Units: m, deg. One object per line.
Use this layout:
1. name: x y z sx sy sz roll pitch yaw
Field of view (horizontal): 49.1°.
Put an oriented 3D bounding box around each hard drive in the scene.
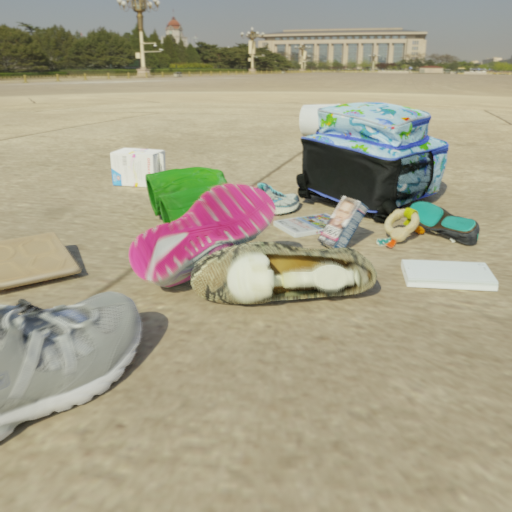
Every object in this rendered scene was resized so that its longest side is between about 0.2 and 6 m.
1. hard drive: 3.301 0.324 9.684 1.450 0.190 0.956 2 21 7

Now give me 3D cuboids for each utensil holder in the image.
1. utensil holder: 2.857 -5.892 24.389 1.671 1.420 1.420 6 21 21

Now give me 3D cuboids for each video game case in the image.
1. video game case: 1.224 -0.685 12.431 1.403 0.126 1.004 -10 23 -24

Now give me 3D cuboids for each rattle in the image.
1. rattle: 2.992 -0.375 11.592 0.750 0.823 1.153 11 56 25

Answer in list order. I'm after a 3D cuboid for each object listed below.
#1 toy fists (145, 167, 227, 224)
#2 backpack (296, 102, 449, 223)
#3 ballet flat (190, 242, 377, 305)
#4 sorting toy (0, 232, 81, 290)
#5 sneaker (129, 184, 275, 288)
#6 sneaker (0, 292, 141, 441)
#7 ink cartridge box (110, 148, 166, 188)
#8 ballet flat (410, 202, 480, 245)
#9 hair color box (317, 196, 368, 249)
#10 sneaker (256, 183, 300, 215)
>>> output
1. toy fists: -1.270 -1.121 12.209 1.739 1.173 3.412 -14 25 -14
2. backpack: 3.101 -2.531 14.017 3.082 2.475 3.368 23 27 39
3. ballet flat: 0.486 0.281 8.582 2.907 0.986 1.095 -2 7 -12
4. sorting toy: -4.095 0.120 9.841 1.560 0.307 1.685 -13 33 -33
5. sneaker: -0.846 -0.304 9.258 2.511 1.021 1.108 -27 -17 -9
6. sneaker: -2.531 1.016 6.150 1.266 1.389 3.387 11 24 27
7. ink cartridge box: -3.288 -2.542 16.148 1.496 0.962 0.937 6 21 12
8. ballet flat: 3.935 -0.634 11.724 0.631 0.631 1.726 -12 25 -29
9. hair color box: 1.697 -0.620 11.021 0.315 1.042 0.521 32 -2 -38
10. sneaker: 0.341 -1.365 13.279 1.760 0.759 0.683 -16 23 -35
